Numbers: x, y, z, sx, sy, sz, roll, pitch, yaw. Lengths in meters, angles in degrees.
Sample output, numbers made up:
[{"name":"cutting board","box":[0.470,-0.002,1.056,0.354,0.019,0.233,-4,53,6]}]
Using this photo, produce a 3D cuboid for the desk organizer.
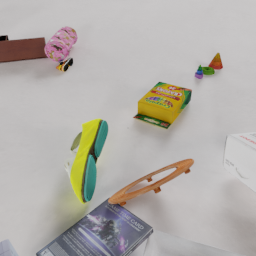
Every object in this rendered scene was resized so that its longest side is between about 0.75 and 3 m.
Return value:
[{"name":"desk organizer","box":[-4.443,-3.270,11.361,2.245,0.864,0.805,-10,38,-13]}]

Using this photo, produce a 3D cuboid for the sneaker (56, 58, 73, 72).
[{"name":"sneaker","box":[-2.429,-2.479,10.750,0.410,0.318,0.911,11,40,10]}]

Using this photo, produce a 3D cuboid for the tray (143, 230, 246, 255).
[{"name":"tray","box":[1.266,2.373,4.225,2.221,0.246,1.193,11,39,14]}]

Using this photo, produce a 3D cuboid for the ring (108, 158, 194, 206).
[{"name":"ring","box":[0.448,1.020,5.230,1.756,1.756,0.168,-24,85,-29]}]

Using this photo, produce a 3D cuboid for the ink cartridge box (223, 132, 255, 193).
[{"name":"ink cartridge box","box":[3.179,0.631,5.718,1.949,0.826,1.419,-6,20,-14]}]

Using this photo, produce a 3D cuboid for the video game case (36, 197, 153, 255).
[{"name":"video game case","box":[-0.545,1.932,4.710,1.636,0.155,1.169,-31,36,-33]}]

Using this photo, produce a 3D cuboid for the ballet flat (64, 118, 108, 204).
[{"name":"ballet flat","box":[-0.966,0.647,6.094,0.739,0.736,2.203,-1,45,11]}]

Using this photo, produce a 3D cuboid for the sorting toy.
[{"name":"sorting toy","box":[3.022,-2.364,10.386,0.582,0.578,1.679,29,44,33]}]

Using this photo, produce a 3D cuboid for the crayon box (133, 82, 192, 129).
[{"name":"crayon box","box":[1.045,-0.723,8.260,1.130,0.452,1.780,19,41,24]}]

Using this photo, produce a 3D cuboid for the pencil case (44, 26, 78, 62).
[{"name":"pencil case","box":[-2.746,-3.563,11.751,0.947,0.906,2.188,40,28,-23]}]

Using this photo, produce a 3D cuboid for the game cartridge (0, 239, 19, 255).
[{"name":"game cartridge","box":[-1.549,2.215,3.920,0.246,0.810,1.215,-20,43,-25]}]
